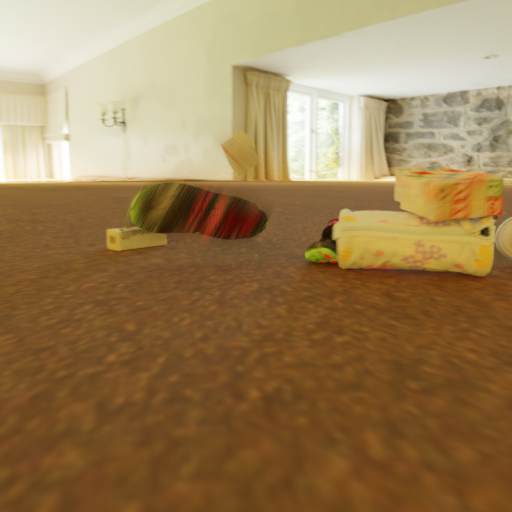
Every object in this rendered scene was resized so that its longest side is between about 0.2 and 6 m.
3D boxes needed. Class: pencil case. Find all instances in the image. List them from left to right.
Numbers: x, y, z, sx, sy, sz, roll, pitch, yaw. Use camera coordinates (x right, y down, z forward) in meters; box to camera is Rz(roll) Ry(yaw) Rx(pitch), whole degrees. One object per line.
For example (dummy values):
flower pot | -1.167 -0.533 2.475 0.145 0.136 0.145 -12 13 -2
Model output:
pencil case | 2.401 -0.223 8.566 2.360 0.981 1.070 3 1 18

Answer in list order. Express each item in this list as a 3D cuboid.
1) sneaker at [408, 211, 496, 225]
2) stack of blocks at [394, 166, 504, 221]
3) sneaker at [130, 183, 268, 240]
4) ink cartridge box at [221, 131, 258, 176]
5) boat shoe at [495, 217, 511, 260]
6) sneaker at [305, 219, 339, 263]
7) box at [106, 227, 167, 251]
sneaker | 4.548 -0.960 13.459 1.326 1.134 3.044 11 14 -8
stack of blocks | 2.739 -0.994 8.530 1.044 0.531 1.814 -5 15 -10
sneaker | -0.848 -0.712 8.910 2.267 0.870 0.950 1 4 -20
ink cartridge box | -0.345 -2.227 12.198 0.569 0.781 0.324 -38 54 -10
boat shoe | 5.083 -0.135 8.429 2.740 0.971 0.957 11 10 20
sneaker | 1.281 -0.271 9.665 0.653 0.713 1.701 3 10 22
box | -2.374 -0.368 11.194 0.474 0.395 1.155 8 13 40
